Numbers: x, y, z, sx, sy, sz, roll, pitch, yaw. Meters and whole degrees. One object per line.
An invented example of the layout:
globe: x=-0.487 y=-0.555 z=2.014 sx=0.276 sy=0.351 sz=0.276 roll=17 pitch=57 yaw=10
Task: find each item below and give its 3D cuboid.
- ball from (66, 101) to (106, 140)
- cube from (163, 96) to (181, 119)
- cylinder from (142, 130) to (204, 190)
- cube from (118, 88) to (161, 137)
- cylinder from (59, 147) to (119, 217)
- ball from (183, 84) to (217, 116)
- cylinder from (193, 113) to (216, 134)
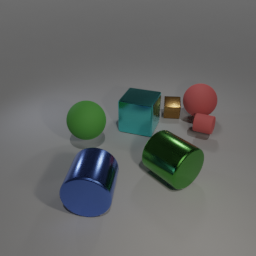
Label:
ball: x=-1.477 y=-0.275 z=9.963 sx=1.400 sy=1.400 sz=1.400 roll=0 pitch=31 yaw=0
cube: x=1.934 y=-0.907 z=12.325 sx=0.700 sy=0.700 sz=0.700 roll=3 pitch=48 yaw=5
cylinder: x=1.395 y=0.965 z=8.755 sx=1.400 sy=1.400 sz=1.400 roll=-23 pitch=38 yaw=-33
cube: x=0.487 y=-0.673 z=11.439 sx=1.400 sy=1.400 sz=1.400 roll=10 pitch=33 yaw=16
cylinder: x=-1.043 y=1.498 z=7.892 sx=1.400 sy=1.400 sz=1.400 roll=3 pitch=31 yaw=6
ball: x=3.006 y=-1.152 z=11.709 sx=1.400 sy=1.400 sz=1.400 roll=0 pitch=31 yaw=0
cylinder: x=2.914 y=-0.166 z=10.717 sx=0.700 sy=0.700 sz=0.700 roll=14 pitch=34 yaw=26
